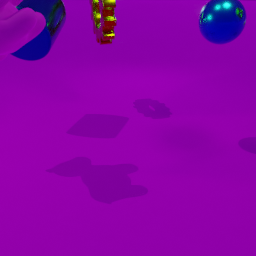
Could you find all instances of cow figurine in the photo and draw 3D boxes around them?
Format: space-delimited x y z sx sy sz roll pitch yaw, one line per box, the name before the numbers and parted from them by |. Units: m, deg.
cow figurine | -2.101 -1.344 4.153 1.717 0.958 1.745 -36 22 4

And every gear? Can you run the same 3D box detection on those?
gear | -0.687 -3.094 7.389 0.312 1.689 1.689 -10 29 -15

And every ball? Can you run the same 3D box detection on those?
ball | 1.763 -2.013 5.258 0.855 0.855 0.855 0 27 0

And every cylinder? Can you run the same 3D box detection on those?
cylinder | -2.191 -2.410 6.357 1.277 1.277 1.277 4 49 7
